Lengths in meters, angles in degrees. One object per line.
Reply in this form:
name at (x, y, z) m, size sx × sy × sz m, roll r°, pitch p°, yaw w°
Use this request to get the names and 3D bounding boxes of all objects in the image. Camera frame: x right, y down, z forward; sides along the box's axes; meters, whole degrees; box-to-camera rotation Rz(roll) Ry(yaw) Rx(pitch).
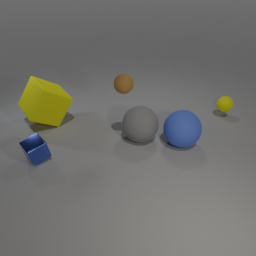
ball at (4.317, -1.064, 12.473) m, size 0.700 × 0.700 × 0.700 m, roll 0°, pitch 30°, yaw 0°
ball at (0.469, -0.150, 10.685) m, size 1.400 × 1.400 × 1.400 m, roll 0°, pitch 30°, yaw 0°
ball at (-0.154, -1.540, 9.777) m, size 0.700 × 0.700 × 0.700 m, roll 0°, pitch 30°, yaw 0°
ball at (2.018, 0.030, 10.387) m, size 1.400 × 1.400 × 1.400 m, roll 0°, pitch 30°, yaw 0°
cube at (-3.175, 0.739, 9.633) m, size 0.700 × 0.700 × 0.700 m, roll -33°, pitch 50°, yaw -24°
cube at (-3.436, -1.084, 11.633) m, size 1.400 × 1.400 × 1.400 m, roll 14°, pitch 21°, yaw -48°
